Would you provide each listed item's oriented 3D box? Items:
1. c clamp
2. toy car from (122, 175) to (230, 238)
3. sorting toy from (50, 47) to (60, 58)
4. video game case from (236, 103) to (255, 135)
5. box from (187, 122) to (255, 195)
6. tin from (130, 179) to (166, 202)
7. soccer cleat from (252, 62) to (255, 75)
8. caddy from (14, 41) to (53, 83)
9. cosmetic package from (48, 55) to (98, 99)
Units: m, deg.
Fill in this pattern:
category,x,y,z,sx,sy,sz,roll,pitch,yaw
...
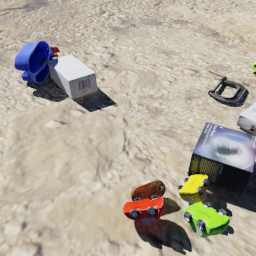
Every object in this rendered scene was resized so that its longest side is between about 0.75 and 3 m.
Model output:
category,x,y,z,sx,sy,sz,roll,pitch,yaw
c clamp,4.031,-1.679,11.877,1.806,0.286,2.114,22,41,18
toy car,1.358,1.923,6.402,2.496,0.557,2.349,-18,12,-20
sorting toy,-4.382,-3.518,13.842,2.251,0.924,1.353,11,23,32
video game case,5.429,-0.243,9.757,2.428,0.552,2.200,-29,46,-31
box,2.770,0.799,8.094,1.609,1.000,1.622,18,42,19
tin,0.521,1.667,7.336,0.966,0.541,0.202,-16,17,-15
soccer cleat,6.807,-2.457,12.291,1.092,0.910,2.694,-27,42,-22
caddy,-4.013,-2.917,12.328,1.063,1.432,2.025,5,55,16
cosmetic package,-2.421,-2.268,12.067,1.235,0.899,2.429,-22,40,-24
